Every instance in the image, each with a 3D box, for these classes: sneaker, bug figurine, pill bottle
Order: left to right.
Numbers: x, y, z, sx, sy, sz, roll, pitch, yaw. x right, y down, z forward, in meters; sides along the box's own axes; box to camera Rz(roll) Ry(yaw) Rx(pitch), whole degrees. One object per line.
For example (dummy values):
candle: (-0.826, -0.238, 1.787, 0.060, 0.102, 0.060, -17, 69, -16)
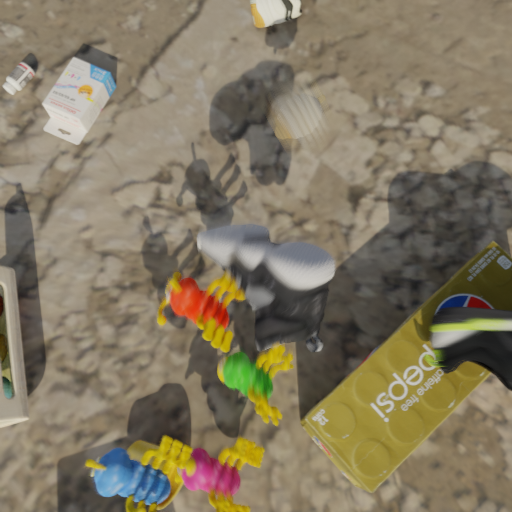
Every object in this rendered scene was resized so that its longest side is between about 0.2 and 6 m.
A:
pill bottle: (-4.728, -3.510, 11.124, 0.337, 0.337, 0.609, 32, 75, 10)
bug figurine: (-0.788, 2.136, 7.998, 0.944, 2.844, 3.668, -9, 50, 40)
sneaker: (0.017, 0.429, 7.419, 0.935, 2.479, 1.411, -15, 112, -34)
sneaker: (0.390, -5.966, 11.574, 1.140, 0.983, 2.600, -6, 82, 6)
sneaker: (3.742, 1.368, 7.908, 2.643, 0.948, 1.095, 3, 78, 12)

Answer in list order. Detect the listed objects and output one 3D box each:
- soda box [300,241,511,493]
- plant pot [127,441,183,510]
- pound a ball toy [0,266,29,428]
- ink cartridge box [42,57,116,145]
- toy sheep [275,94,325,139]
soda box: (2.682, 1.739, 8.911, 4.180, 1.338, 1.416, -40, 76, -11)
plant pot: (-1.624, 3.324, 8.704, 0.831, 0.883, 0.883, 21, 73, 23)
pound a ball toy: (-4.785, 1.415, 9.260, 1.916, 1.248, 2.938, -20, 72, 20)
ink cartridge box: (-3.494, -3.004, 10.874, 0.854, 0.504, 1.484, 23, 74, 7)
toy sheep: (0.650, -2.084, 8.325, 0.655, 0.655, 0.950, 43, 82, 12)
